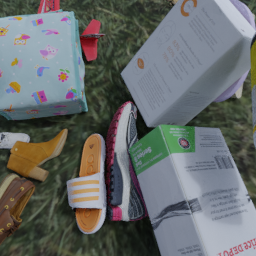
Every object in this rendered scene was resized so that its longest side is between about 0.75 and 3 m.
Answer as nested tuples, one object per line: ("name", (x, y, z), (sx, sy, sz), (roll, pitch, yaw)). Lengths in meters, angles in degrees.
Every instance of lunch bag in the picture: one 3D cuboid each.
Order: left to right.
("lunch bag", (-2.438, -1.790, 7.651), (2.425, 1.736, 2.846), (-8, 79, -3))

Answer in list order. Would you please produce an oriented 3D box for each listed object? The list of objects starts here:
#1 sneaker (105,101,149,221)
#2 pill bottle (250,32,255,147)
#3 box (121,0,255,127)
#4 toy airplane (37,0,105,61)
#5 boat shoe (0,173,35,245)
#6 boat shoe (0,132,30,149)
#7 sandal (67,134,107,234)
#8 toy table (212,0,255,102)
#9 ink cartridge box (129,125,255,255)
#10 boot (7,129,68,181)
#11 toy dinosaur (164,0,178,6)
("sneaker", (0.024, 0.775, 7.025), (1.106, 1.194, 2.961), (6, 72, -15))
("pill bottle", (2.895, -0.352, 4.503), (1.648, 1.648, 2.943), (6, 69, 3))
("box", (1.459, -1.587, 6.848), (1.446, 2.968, 1.846), (1, 55, -43))
("toy airplane", (-2.082, -2.883, 8.781), (2.969, 0.546, 2.969), (-1, 82, 11))
("boat shoe", (-2.897, 2.157, 6.504), (0.740, 0.789, 2.191), (15, 64, 9))
("boat shoe", (-3.301, 0.309, 7.537), (1.212, 0.423, 0.430), (-2, 66, -1))
("sandal", (-1.089, 1.221, 6.788), (0.972, 0.727, 2.537), (-24, 54, 32))
("toy table", (2.805, -1.964, 7.593), (1.476, 2.520, 2.316), (-3, 25, -44))
("ink cartridge box", (1.506, 1.512, 6.029), (2.149, 1.237, 2.944), (4, 59, -39))
("boot", (-2.387, 0.522, 7.348), (1.127, 0.554, 1.574), (24, 74, 5))
("toy dinosaur", (1.550, -4.613, 9.893), (0.529, 0.305, 1.047), (-4, 72, -19))
